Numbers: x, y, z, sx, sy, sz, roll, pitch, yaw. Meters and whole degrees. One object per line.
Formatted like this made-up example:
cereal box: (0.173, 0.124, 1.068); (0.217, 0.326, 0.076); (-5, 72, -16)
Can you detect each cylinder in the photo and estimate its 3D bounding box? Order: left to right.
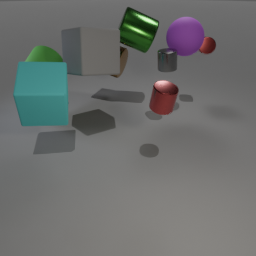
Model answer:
cylinder: (-3.546, -2.398, 11.522); (1.400, 1.400, 1.400); (9, 58, 16)
cylinder: (-0.888, -3.196, 12.921); (1.400, 1.400, 1.400); (21, 32, 10)
cylinder: (0.347, -3.972, 11.420); (1.400, 1.400, 1.400); (20, 26, -11)
cylinder: (0.987, -0.836, 7.769); (0.700, 0.700, 0.700); (6, 40, -5)
cylinder: (1.414, -2.436, 10.047); (0.700, 0.700, 0.700); (-3, 28, 2)
cylinder: (3.283, -3.474, 11.781); (0.700, 0.700, 0.700); (3, 20, 5)

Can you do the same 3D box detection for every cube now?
cube: (-2.547, -1.019, 8.482); (1.400, 1.400, 1.400); (-1, 52, -10)
cube: (-1.207, -2.456, 9.080); (1.400, 1.400, 1.400); (-10, 18, -35)

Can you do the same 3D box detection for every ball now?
ball: (2.136, -3.405, 10.478); (1.400, 1.400, 1.400); (0, 28, 0)
